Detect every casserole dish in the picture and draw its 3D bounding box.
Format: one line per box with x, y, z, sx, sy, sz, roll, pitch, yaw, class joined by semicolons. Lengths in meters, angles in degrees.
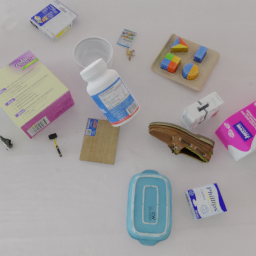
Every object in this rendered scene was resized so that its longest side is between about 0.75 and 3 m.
0.797;2.797;10.145;1.650;0.529;2.725;3;69;1;casserole dish

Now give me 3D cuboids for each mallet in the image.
-2.818;0.660;11.205;0.339;0.212;1.031;-30;76;-16;mallet

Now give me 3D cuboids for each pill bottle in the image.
-0.713;-1.367;10.723;1.363;1.363;2.429;-41;110;-15;pill bottle

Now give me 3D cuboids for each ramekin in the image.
-1.495;-3.051;12.304;1.725;0.905;1.725;0;67;0;ramekin

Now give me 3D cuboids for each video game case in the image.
-0.053;-4.233;13.230;0.654;0.081;0.914;21;70;9;video game case

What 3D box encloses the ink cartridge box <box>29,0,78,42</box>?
-3.540;-5.200;13.473;1.691;0.402;1.711;40;72;16;ink cartridge box

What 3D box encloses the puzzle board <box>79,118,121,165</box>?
-1.097;0.517;11.265;1.390;0.161;1.845;7;68;4;puzzle board

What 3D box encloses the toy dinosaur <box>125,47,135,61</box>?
0.093;-3.482;12.839;0.418;0.240;0.826;-13;68;-4;toy dinosaur

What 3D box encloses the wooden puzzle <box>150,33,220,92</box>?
2.589;-3.048;12.478;2.496;0.578;2.312;29;70;11;wooden puzzle

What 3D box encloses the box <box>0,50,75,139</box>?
-4.002;-1.380;11.412;2.352;1.293;2.674;-42;74;-15;box

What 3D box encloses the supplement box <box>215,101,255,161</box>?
5.125;-0.197;10.828;2.948;1.524;1.492;-30;72;-10;supplement box

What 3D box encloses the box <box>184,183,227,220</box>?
2.793;2.658;10.143;1.155;0.606;1.063;-14;69;-6;box

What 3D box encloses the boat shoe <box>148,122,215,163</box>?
1.988;0.551;10.805;2.687;0.967;0.914;18;68;7;boat shoe

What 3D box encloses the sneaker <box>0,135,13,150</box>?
-4.877;0.527;11.215;0.342;0.251;0.756;-39;76;-17;sneaker

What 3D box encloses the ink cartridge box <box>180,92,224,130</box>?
2.949;-0.668;11.241;1.482;1.069;0.621;-28;71;-11;ink cartridge box
